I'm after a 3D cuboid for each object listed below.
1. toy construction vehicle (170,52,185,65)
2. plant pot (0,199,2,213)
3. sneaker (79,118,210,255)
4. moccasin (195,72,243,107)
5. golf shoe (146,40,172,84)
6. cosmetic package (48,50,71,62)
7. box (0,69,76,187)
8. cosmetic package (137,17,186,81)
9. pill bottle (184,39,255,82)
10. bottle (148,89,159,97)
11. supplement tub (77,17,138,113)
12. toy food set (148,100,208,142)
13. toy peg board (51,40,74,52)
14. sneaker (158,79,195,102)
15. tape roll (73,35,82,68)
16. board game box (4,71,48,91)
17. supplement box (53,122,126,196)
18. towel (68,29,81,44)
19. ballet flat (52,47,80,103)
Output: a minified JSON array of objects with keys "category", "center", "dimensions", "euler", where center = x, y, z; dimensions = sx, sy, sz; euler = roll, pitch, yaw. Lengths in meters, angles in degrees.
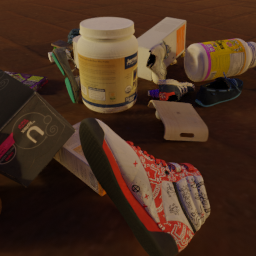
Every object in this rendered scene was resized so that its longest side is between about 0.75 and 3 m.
[{"category":"toy construction vehicle","center":[1.749,-3.417,12.928],"dimensions":[1.429,0.503,1.244],"euler":[29,43,35]},{"category":"plant pot","center":[-3.451,1.039,5.134],"dimensions":[1.721,1.847,1.721],"euler":[0,33,0]},{"category":"sneaker","center":[0.356,0.804,5.041],"dimensions":[1.474,0.919,2.751],"euler":[-30,85,-30]},{"category":"moccasin","center":[3.292,-1.378,9.661],"dimensions":[2.254,0.769,0.907],"euler":[-27,42,-34]},{"category":"golf shoe","center":[0.947,-2.257,10.080],"dimensions":[0.868,1.784,0.699],"euler":[-27,54,-23]},{"category":"cosmetic package","center":[-3.171,-3.346,12.980],"dimensions":[0.939,0.347,0.477],"euler":[-15,37,-18]},{"category":"box","center":[-2.921,-0.212,6.604],"dimensions":[2.848,1.510,1.741],"euler":[28,74,40]},{"category":"cosmetic package","center":[1.307,-3.327,11.575],"dimensions":[1.004,1.429,2.818],"euler":[24,52,29]},{"category":"pill bottle","center":[3.738,-2.718,11.038],"dimensions":[2.792,1.455,1.455],"euler":[-12,36,-17]},{"category":"bottle","center":[1.097,-1.224,9.899],"dimensions":[0.776,0.253,0.324],"euler":[0,36,0]},{"category":"supplement tub","center":[-0.619,-2.005,8.926],"dimensions":[1.892,2.620,1.892],"euler":[0,34,0]},{"category":"toy food set","center":[1.419,-0.217,8.275],"dimensions":[1.301,0.548,1.813],"euler":[4,34,-16]},{"category":"toy peg board","center":[-3.170,-3.887,13.768],"dimensions":[0.912,0.448,0.916],"euler":[21,33,3]},{"category":"sneaker","center":[1.640,-1.179,9.572],"dimensions":[0.705,0.794,1.880],"euler":[6,5,44]},{"category":"tape roll","center":[-1.526,-3.313,12.200],"dimensions":[1.666,1.144,1.666],"euler":[0,34,0]},{"category":"board game box","center":[-4.206,-1.732,10.654],"dimensions":[1.968,0.318,1.181],"euler":[10,31,15]},{"category":"supplement box","center":[-0.824,0.620,6.749],"dimensions":[1.917,0.705,1.208],"euler":[29,44,36]},{"category":"towel","center":[-2.269,-4.444,13.826],"dimensions":[1.322,0.575,2.368],"euler":[-9,12,-14]},{"category":"ballet flat","center":[-1.906,-1.787,9.369],"dimensions":[0.608,1.910,0.644],"euler":[-26,10,-20]}]
